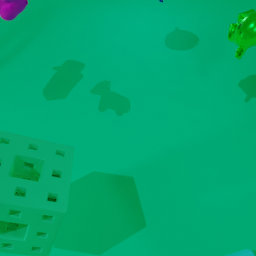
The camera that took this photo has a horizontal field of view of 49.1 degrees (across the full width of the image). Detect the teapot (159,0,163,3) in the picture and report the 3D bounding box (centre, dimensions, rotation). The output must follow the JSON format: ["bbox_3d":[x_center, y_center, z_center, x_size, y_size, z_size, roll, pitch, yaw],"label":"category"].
[{"bbox_3d":[0.541,-4.016,7.077,1.086,1.746,0.855,-23,20,12],"label":"teapot"}]

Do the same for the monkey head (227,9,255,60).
[{"bbox_3d":[2.806,-2.126,6.295,1.346,0.968,0.811,-51,41,15],"label":"monkey head"}]

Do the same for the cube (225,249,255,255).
[{"bbox_3d":[0.694,2.204,2.795,1.332,1.332,1.332,-6,60,-29],"label":"cube"}]

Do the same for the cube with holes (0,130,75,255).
[{"bbox_3d":[-1.722,1.065,4.520,1.316,1.316,1.316,15,37,-16],"label":"cube with holes"}]

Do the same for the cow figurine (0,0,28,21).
[{"bbox_3d":[-2.239,-2.361,4.828,1.215,0.667,1.195,17,40,1],"label":"cow figurine"}]
